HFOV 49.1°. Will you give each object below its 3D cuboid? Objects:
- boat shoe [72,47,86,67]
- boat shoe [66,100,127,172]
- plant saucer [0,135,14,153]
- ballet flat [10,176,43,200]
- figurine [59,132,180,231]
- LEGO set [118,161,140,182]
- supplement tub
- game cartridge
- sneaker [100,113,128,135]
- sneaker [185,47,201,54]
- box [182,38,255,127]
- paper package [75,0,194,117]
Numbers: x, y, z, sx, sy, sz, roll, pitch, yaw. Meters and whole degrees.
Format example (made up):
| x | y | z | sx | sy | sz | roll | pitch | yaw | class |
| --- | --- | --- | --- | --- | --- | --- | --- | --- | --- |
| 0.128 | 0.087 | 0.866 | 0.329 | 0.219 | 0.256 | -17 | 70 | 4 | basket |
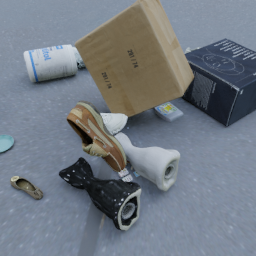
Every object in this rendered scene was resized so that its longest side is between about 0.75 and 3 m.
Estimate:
| x | y | z | sx | sy | sz | roll | pitch | yaw | class |
| --- | --- | --- | --- | --- | --- | --- | --- | --- | --- |
| -2.091 | -3.011 | 12.452 | 2.222 | 0.775 | 0.791 | 23 | 51 | 32 | boat shoe |
| -0.833 | 0.339 | 7.069 | 0.800 | 2.116 | 0.781 | -5 | 34 | 51 | boat shoe |
| -4.019 | 0.530 | 8.874 | 0.792 | 0.142 | 0.792 | 0 | 41 | 0 | plant saucer |
| -2.767 | 1.575 | 7.604 | 1.170 | 0.271 | 0.394 | 25 | 47 | 25 | ballet flat |
| -0.250 | 1.095 | 7.557 | 2.455 | 1.083 | 2.516 | 25 | 46 | 38 | figurine |
| 0.107 | 1.205 | 8.172 | 0.863 | 0.212 | 0.645 | -25 | 59 | -23 | LEGO set |
| -3.201 | -2.689 | 11.631 | 1.939 | 1.279 | 1.279 | -15 | 44 | -15 | supplement tub |
| 1.393 | -0.622 | 10.132 | 0.720 | 0.218 | 1.080 | -27 | 48 | -22 | game cartridge |
| -0.892 | -0.182 | 8.716 | 1.828 | 0.741 | 0.687 | -9 | 48 | 25 | sneaker |
| 3.413 | -3.297 | 12.755 | 1.733 | 0.703 | 0.651 | 1 | 40 | -1 | sneaker |
| 3.632 | -1.808 | 10.339 | 2.680 | 1.661 | 2.634 | -25 | 46 | -26 | box |
| 0.213 | -2.084 | 8.796 | 2.785 | 2.922 | 1.511 | -19 | 19 | 34 | paper package |
